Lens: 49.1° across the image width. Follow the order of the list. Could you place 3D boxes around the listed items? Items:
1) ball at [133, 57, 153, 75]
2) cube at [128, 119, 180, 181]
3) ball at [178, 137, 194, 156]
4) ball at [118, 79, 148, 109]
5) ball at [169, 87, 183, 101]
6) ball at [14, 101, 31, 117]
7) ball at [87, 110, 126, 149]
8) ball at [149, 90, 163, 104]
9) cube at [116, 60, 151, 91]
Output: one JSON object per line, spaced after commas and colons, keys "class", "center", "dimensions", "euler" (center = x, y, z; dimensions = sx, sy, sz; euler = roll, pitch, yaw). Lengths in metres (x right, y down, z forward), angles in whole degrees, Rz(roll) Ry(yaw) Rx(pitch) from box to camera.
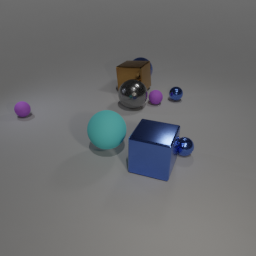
{"class": "ball", "center": [0.727, -3.367, 16.182], "dimensions": [1.400, 1.400, 1.400], "euler": [0, 31, 0]}
{"class": "cube", "center": [0.891, 0.700, 9.485], "dimensions": [1.400, 1.400, 1.400], "euler": [11, 33, 17]}
{"class": "ball", "center": [2.058, 0.676, 10.217], "dimensions": [0.700, 0.700, 0.700], "euler": [0, 31, 0]}
{"class": "ball", "center": [0.232, -1.609, 13.295], "dimensions": [1.400, 1.400, 1.400], "euler": [0, 31, 0]}
{"class": "ball", "center": [2.415, -1.733, 14.102], "dimensions": [0.700, 0.700, 0.700], "euler": [0, 31, 0]}
{"class": "ball", "center": [-4.778, -0.857, 12.683], "dimensions": [0.700, 0.700, 0.700], "euler": [0, 31, 0]}
{"class": "ball", "center": [-0.754, 0.062, 9.998], "dimensions": [1.400, 1.400, 1.400], "euler": [0, 31, 0]}
{"class": "ball", "center": [1.361, -1.523, 13.786], "dimensions": [0.700, 0.700, 0.700], "euler": [0, 31, 0]}
{"class": "cube", "center": [0.332, -2.733, 14.896], "dimensions": [1.400, 1.400, 1.400], "euler": [7, 28, 23]}
